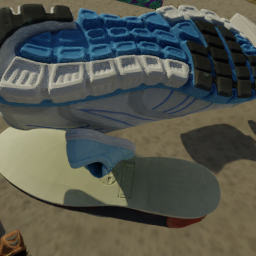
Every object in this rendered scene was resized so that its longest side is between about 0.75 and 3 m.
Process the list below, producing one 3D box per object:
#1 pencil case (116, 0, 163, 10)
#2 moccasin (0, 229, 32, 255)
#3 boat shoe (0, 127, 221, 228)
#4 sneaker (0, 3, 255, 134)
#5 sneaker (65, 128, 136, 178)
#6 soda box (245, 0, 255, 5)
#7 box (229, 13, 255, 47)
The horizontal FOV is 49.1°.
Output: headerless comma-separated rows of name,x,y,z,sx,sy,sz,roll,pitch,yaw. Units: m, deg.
pencil case,0.048,-3.350,6.657,1.661,0.768,0.707,10,74,-8
moccasin,-1.530,1.710,3.829,0.360,0.983,0.380,-18,63,-38
boat shoe,-0.287,0.634,3.521,2.732,0.855,0.972,12,66,0
sneaker,0.073,-0.483,3.008,2.991,1.296,1.121,-2,63,-18
sneaker,-0.257,0.298,2.804,0.379,1.026,0.420,-9,74,33
soda box,2.894,-3.545,5.640,0.962,2.840,0.909,34,99,19
box,2.559,-1.609,5.708,2.167,0.741,0.891,-14,67,-50
